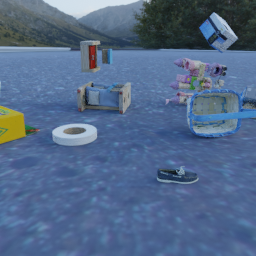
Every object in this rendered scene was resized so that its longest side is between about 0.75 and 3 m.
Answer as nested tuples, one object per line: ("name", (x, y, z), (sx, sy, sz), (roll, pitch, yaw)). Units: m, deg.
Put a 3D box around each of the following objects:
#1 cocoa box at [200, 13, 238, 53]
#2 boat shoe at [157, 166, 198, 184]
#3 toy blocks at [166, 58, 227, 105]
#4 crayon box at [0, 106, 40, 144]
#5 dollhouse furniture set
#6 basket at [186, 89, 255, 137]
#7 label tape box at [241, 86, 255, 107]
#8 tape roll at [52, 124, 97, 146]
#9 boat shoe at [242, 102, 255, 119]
("cocoa box", (2.600, -2.746, 8.107), (0.603, 0.593, 0.904), (16, 44, -36))
("boat shoe", (1.000, 0.933, 5.643), (0.832, 0.257, 0.312), (2, 19, 6))
("toy blocks", (2.425, -1.765, 11.052), (1.695, 1.881, 2.013), (-1, 20, -21))
("crayon box", (-4.218, -0.036, 7.734), (1.849, 0.740, 2.913), (15, 24, 37))
("dollhouse furniture set", (-0.892, -1.986, 10.668), (1.759, 2.496, 1.749), (3, 19, 9))
("basket", (2.487, -0.403, 7.737), (1.673, 1.319, 1.897), (-3, 4, -2))
("label tape box", (4.862, -1.027, 10.074), (1.459, 0.462, 1.052), (14, -5, 12))
("tape roll", (-1.498, 0.170, 7.902), (1.252, 0.229, 1.252), (-1, 18, 0))
("boat shoe", (4.263, -0.671, 9.988), (0.508, 0.459, 1.424), (-16, 24, -38))
